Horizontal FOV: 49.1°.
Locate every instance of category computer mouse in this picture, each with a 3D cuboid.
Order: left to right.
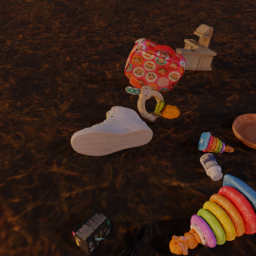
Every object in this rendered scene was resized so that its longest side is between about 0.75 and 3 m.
[{"bbox_3d":[0.948,3.493,6.536,2.608,0.572,1.430,28,46,30],"label":"computer mouse"}]

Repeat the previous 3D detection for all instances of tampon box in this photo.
[{"bbox_3d":[-0.941,2.731,7.392,0.547,0.649,0.866,28,47,29],"label":"tampon box"}]

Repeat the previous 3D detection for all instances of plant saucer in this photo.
[{"bbox_3d":[5.031,0.187,10.704,2.038,0.382,2.038,0,39,0],"label":"plant saucer"}]

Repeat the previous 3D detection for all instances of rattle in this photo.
[{"bbox_3d":[0.898,-1.104,10.670,1.240,1.904,1.360,-35,24,-5],"label":"rattle"}]

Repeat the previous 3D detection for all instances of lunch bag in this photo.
[{"bbox_3d":[1.237,-2.810,12.450,2.484,2.188,1.018,22,53,-10],"label":"lunch bag"}]

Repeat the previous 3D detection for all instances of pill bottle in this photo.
[{"bbox_3d":[2.772,1.301,9.269,0.483,0.483,0.869,-7,41,-9],"label":"pill bottle"}]

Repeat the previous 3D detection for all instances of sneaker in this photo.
[{"bbox_3d":[-0.767,0.034,10.449,2.967,1.093,1.715,-6,37,-22],"label":"sneaker"}]

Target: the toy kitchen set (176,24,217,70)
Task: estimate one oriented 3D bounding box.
[{"bbox_3d":[3.164,-4.365,14.618,2.137,1.933,2.369,-4,34,-21],"label":"toy kitchen set"}]

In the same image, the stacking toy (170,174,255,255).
[{"bbox_3d":[2.193,2.549,7.313,2.547,1.398,1.478,-27,42,-14],"label":"stacking toy"}]

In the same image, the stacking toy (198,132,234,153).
[{"bbox_3d":[3.203,0.651,10.036,1.238,0.719,0.680,18,84,-6],"label":"stacking toy"}]
